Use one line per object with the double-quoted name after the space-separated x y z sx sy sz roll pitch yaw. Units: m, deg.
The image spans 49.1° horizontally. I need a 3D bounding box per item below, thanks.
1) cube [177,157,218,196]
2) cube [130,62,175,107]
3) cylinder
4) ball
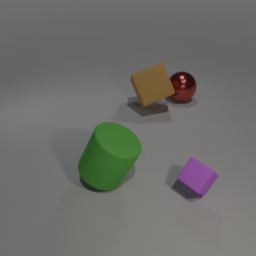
1.872 1.303 7.492 0.700 0.700 0.700 34 0 34 "cube"
1.013 -1.807 12.025 1.400 1.400 1.400 -23 3 0 "cube"
-0.531 0.789 7.897 1.400 1.400 1.400 21 34 -14 "cylinder"
2.504 -1.930 13.100 1.400 1.400 1.400 0 30 0 "ball"
